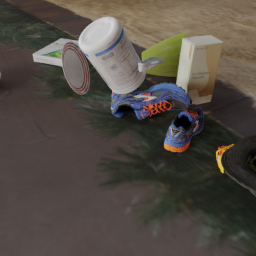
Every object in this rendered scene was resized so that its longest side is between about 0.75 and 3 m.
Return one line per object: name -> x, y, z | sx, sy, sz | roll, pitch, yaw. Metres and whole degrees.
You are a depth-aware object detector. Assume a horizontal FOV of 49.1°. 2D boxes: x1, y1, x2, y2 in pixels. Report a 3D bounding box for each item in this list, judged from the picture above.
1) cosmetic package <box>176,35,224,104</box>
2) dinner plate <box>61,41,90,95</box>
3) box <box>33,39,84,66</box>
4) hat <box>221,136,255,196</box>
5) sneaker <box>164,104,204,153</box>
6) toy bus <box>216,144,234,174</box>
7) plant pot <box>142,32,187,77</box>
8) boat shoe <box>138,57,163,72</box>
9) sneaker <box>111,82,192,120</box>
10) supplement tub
cosmetic package -> 2.257, -1.833, 9.096 | 1.105, 2.100, 0.746 | -12, 38, -16
dinner plate -> -1.528, -1.708, 8.069 | 0.187, 1.544, 1.544 | -10, 33, 18
box -> -2.978, -3.475, 12.749 | 1.608, 0.405, 2.229 | 13, 39, 18
hat -> 3.384, 1.083, 6.066 | 2.591, 1.045, 2.591 | -8, 23, 4
sneaker -> 1.690, -0.156, 7.918 | 0.781, 0.813, 2.073 | 17, 40, 20
toy bus -> 2.492, 0.714, 7.050 | 0.782, 0.531, 0.751 | -18, 27, -19
plant pot -> 1.491, -2.691, 10.915 | 1.786, 1.671, 1.671 | -8, 35, 13
boat shoe -> 0.604, -1.764, 7.756 | 0.813, 0.271, 0.299 | -18, 43, -28
sneaker -> 0.639, -0.687, 8.549 | 2.630, 0.991, 1.031 | 0, 56, 27
supplement tub -> -0.408, -2.039, 8.078 | 1.279, 1.939, 1.279 | -14, 53, 20
